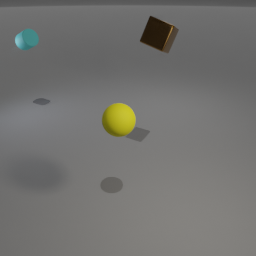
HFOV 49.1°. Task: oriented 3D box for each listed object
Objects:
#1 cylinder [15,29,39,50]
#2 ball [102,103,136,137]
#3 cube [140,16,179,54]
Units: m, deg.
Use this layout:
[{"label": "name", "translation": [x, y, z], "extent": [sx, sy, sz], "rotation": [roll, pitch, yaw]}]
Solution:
[{"label": "cylinder", "translation": [-4.102, -3.583, 11.369], "extent": [0.700, 0.700, 0.700], "rotation": [-4, 17, 46]}, {"label": "ball", "translation": [-0.193, -0.164, 5.821], "extent": [0.700, 0.700, 0.700], "rotation": [0, 27, 0]}, {"label": "cube", "translation": [0.846, -2.479, 7.504], "extent": [0.700, 0.700, 0.700], "rotation": [28, 18, 14]}]
